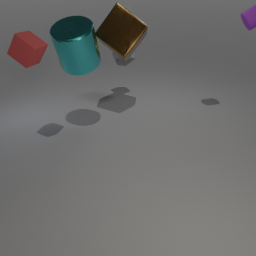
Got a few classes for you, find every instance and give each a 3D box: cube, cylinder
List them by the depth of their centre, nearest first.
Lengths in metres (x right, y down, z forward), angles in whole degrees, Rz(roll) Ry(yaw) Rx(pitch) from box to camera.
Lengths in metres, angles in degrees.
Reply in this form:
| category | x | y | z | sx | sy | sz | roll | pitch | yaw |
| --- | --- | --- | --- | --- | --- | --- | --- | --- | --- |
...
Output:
| category | x | y | z | sx | sy | sz | roll | pitch | yaw |
| --- | --- | --- | --- | --- | --- | --- | --- | --- | --- |
| cube | -2.879 | -2.269 | 8.053 | 0.700 | 0.700 | 0.700 | 37 | 30 | -2 |
| cylinder | -1.701 | -2.714 | 9.265 | 1.400 | 1.400 | 1.400 | -3 | 52 | 4 |
| cylinder | 4.537 | -3.996 | 10.053 | 0.700 | 0.700 | 0.700 | -29 | 24 | 17 |
| cube | -0.223 | -3.574 | 10.649 | 1.400 | 1.400 | 1.400 | 37 | 8 | -3 |
| cube | -0.206 | -3.463 | 13.395 | 0.700 | 0.700 | 0.700 | -30 | -11 | 35 |
